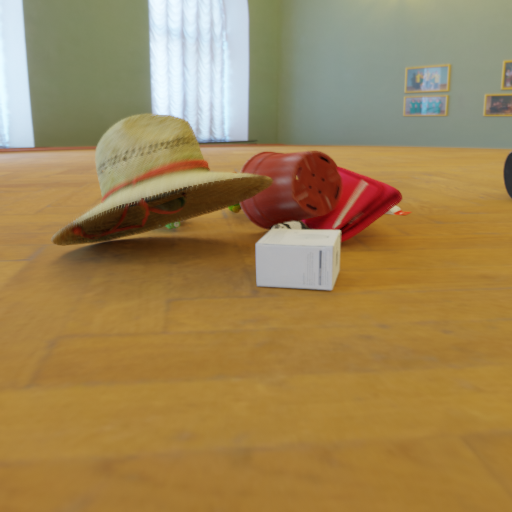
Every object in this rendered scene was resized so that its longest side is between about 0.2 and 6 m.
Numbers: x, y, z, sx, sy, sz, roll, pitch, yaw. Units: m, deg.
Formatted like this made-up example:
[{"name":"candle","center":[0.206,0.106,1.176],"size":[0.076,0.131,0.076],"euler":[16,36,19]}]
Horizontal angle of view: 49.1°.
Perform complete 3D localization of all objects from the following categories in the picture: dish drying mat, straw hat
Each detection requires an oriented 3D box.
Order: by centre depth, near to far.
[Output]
[{"name":"straw hat","center":[-1.971,-1.621,10.423],"size":[4.260,1.803,4.260],"euler":[-16,-3,-1]},{"name":"dish drying mat","center":[1.869,-1.352,13.357],"size":[1.839,0.436,4.788],"euler":[-39,16,4]}]

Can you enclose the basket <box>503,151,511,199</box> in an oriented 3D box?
[{"name":"basket","center":[9.252,-2.614,17.070],"size":[2.785,1.894,2.511],"euler":[-7,-29,-2]}]

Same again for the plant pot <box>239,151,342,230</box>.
[{"name":"plant pot","center":[0.812,-1.493,12.249],"size":[1.825,1.825,1.775],"euler":[-9,6,-32]}]

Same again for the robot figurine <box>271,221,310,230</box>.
[{"name":"robot figurine","center":[0.672,-0.406,11.130],"size":[0.894,0.558,0.672],"euler":[-11,-1,-38]}]

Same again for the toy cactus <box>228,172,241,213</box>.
[{"name":"toy cactus","center":[-0.054,-1.492,14.804],"size":[1.676,1.039,2.031],"euler":[15,0,9]}]

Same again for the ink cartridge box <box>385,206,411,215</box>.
[{"name":"ink cartridge box","center":[3.776,-1.261,15.288],"size":[0.794,0.188,0.636],"euler":[7,16,32]}]

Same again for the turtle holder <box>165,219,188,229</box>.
[{"name":"turtle holder","center":[-2.080,-1.334,13.437],"size":[1.194,1.277,1.681],"euler":[14,3,-11]}]

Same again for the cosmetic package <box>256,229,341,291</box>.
[{"name":"cosmetic package","center":[0.704,0.030,9.043],"size":[1.204,0.740,1.200],"euler":[4,15,14]}]
